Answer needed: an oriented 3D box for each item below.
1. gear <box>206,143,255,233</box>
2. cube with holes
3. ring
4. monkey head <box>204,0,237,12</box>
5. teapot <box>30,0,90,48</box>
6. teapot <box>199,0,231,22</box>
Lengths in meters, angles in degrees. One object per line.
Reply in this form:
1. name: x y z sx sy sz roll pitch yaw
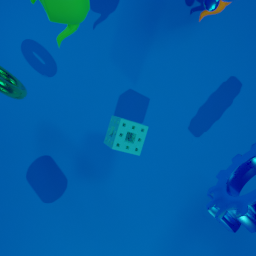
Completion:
1. gear: 2.249 0.933 4.919 1.933 1.933 0.358 -45 95 -2
2. cube with holes: -0.062 0.167 6.722 0.714 0.714 0.714 16 93 -22
3. ring: -2.881 -1.129 6.295 1.372 1.372 0.274 41 94 2
4. monkey head: 1.851 -2.869 5.045 1.098 0.920 1.526 42 117 6
5. teapot: -1.210 -2.290 4.812 0.937 1.914 1.190 -20 47 -10
6. teapot: 2.067 -3.410 6.442 0.981 1.245 2.003 8 93 -3
